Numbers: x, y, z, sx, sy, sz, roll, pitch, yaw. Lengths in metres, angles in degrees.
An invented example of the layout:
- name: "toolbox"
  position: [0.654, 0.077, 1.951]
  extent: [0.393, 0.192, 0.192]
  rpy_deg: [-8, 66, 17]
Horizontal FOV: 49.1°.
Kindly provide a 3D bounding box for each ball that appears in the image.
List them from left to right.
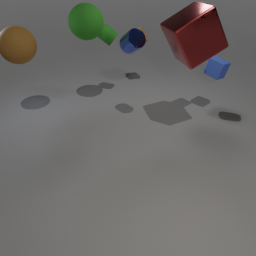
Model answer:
- name: "ball"
  position: [-4.175, -3.124, 10.576]
  extent: [1.400, 1.400, 1.400]
  rpy_deg: [0, 31, 0]
- name: "ball"
  position: [-1.663, -4.213, 11.119]
  extent: [1.400, 1.400, 1.400]
  rpy_deg: [0, 31, 0]

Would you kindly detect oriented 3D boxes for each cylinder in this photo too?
- name: "cylinder"
  position: [-0.903, -4.132, 12.377]
  extent: [0.700, 0.700, 0.700]
  rpy_deg: [36, 31, -12]
- name: "cylinder"
  position: [0.156, -2.999, 9.700]
  extent: [0.700, 0.700, 0.700]
  rpy_deg: [-16, 5, -25]

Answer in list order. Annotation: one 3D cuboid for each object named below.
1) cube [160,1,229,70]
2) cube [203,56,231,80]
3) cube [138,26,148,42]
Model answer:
- name: "cube"
  position: [2.106, -3.004, 9.033]
  extent: [1.400, 1.400, 1.400]
  rpy_deg: [-32, 32, 5]
- name: "cube"
  position: [3.719, -2.511, 11.694]
  extent: [0.700, 0.700, 0.700]
  rpy_deg: [38, 37, 28]
- name: "cube"
  position: [0.532, -4.599, 14.105]
  extent: [0.700, 0.700, 0.700]
  rpy_deg: [-19, 8, 2]
